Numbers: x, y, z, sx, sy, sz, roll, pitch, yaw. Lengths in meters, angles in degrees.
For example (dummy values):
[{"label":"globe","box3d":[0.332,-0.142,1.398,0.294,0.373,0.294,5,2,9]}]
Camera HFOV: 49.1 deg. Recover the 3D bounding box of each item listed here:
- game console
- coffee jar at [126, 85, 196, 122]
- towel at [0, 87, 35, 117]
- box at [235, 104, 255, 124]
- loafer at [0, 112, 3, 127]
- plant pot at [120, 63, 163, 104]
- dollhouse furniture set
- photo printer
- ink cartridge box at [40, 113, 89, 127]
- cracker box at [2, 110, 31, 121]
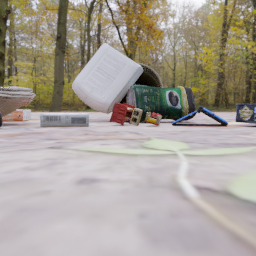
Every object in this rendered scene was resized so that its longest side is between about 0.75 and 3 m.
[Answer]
[{"label":"game console","box3d":[2.202,-0.166,8.645,1.336,0.926,1.565,33,11,10]},{"label":"coffee jar","box3d":[1.249,-0.878,10.301,2.498,1.303,1.066,-1,-17,-17]},{"label":"towel","box3d":[-4.406,-0.705,8.713,2.821,0.486,1.870,-19,-8,33]},{"label":"box","box3d":[4.797,-0.335,7.379,2.649,0.663,2.668,-2,4,-19]},{"label":"loafer","box3d":[-3.765,-0.272,7.345,0.642,0.733,2.038,-24,9,-29]},{"label":"plant pot","box3d":[0.292,-1.265,12.048,2.368,2.368,2.054,0,-14,4]},{"label":"dollhouse furniture set","box3d":[0.288,-0.285,8.366,1.473,0.599,0.793,19,10,20]},{"label":"photo printer","box3d":[-0.854,-1.817,10.738,1.950,2.344,0.814,35,-5,14]},{"label":"ink cartridge box","box3d":[-1.896,-0.273,8.385,1.325,0.391,1.656,-1,6,-14]},{"label":"cracker box","box3d":[-4.750,-0.535,11.690,1.084,0.467,1.618,0,3,-8]}]
